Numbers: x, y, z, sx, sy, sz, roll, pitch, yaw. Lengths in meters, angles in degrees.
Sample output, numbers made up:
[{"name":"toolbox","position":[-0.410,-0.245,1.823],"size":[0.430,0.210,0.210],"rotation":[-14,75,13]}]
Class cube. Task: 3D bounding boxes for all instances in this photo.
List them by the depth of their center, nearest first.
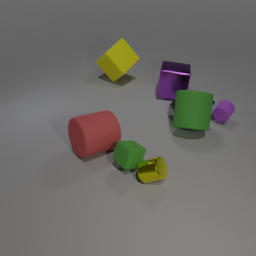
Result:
[{"name":"cube","position":[0.040,0.859,9.109],"size":[0.700,0.700,0.700],"rotation":[0,23,-42]},{"name":"cube","position":[2.236,-2.313,13.669],"size":[1.400,1.400,1.400],"rotation":[9,33,6]},{"name":"cube","position":[-0.541,-3.558,14.760],"size":[1.400,1.400,1.400],"rotation":[-48,14,-25]}]

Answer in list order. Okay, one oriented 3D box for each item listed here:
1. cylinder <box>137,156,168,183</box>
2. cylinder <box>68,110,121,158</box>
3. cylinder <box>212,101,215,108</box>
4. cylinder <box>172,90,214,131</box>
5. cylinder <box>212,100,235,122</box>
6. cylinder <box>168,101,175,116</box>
[{"name":"cylinder","position":[0.762,1.293,8.640],"size":[0.700,0.700,0.700],"rotation":[-20,20,33]},{"name":"cylinder","position":[-1.182,0.181,9.822],"size":[1.400,1.400,1.400],"rotation":[-16,36,-33]},{"name":"cylinder","position":[3.342,-0.996,12.261],"size":[0.700,0.700,0.700],"rotation":[28,40,12]},{"name":"cylinder","position":[2.494,-0.667,10.794],"size":[1.400,1.400,1.400],"rotation":[7,2,0]},{"name":"cylinder","position":[3.986,-0.707,11.666],"size":[0.700,0.700,0.700],"rotation":[22,46,30]},{"name":"cylinder","position":[2.172,-0.735,11.964],"size":[0.700,0.700,0.700],"rotation":[-8,37,-13]}]
